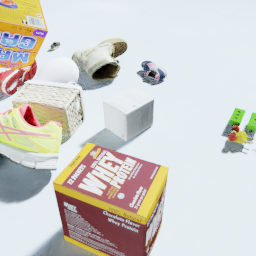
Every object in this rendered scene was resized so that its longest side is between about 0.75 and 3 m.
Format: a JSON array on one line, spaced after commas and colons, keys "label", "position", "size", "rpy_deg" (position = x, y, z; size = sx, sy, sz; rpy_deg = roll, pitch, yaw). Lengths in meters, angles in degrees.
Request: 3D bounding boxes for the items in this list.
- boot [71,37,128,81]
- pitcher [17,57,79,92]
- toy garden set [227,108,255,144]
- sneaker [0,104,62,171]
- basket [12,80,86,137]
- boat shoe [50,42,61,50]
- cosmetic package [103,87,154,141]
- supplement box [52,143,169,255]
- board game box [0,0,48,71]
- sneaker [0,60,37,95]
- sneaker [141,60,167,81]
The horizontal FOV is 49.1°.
[{"label": "boot", "position": [-0.703, -2.597, 10.578], "size": [2.392, 0.862, 1.850], "rpy_deg": [-25, 42, -21]}, {"label": "pitcher", "position": [-2.219, -1.346, 8.786], "size": [1.605, 1.134, 1.871], "rpy_deg": [24, 52, 19]}, {"label": "toy garden set", "position": [3.496, 0.150, 7.354], "size": [1.718, 0.343, 1.432], "rpy_deg": [19, 39, 23]}, {"label": "sneaker", "position": [-2.712, -0.002, 6.512], "size": [2.835, 1.280, 1.108], "rpy_deg": [18, -1, 12]}, {"label": "basket", "position": [-2.122, -0.513, 7.594], "size": [1.664, 1.128, 1.026], "rpy_deg": [9, 42, 11]}, {"label": "boat shoe", "position": [-3.264, -3.754, 12.619], "size": [0.293, 0.269, 0.819], "rpy_deg": [8, 37, 11]}, {"label": "cosmetic package", "position": [0.031, -0.393, 7.577], "size": [1.080, 0.898, 0.904], "rpy_deg": [-31, 47, -33]}, {"label": "supplement box", "position": [-0.241, 1.319, 4.720], "size": [1.536, 1.558, 1.034], "rpy_deg": [15, 39, 19]}, {"label": "board game box", "position": [-3.241, -2.676, 7.189], "size": [1.619, 1.618, 1.618], "rpy_deg": [-1, 63, -38]}, {"label": "sneaker", "position": [-4.120, -1.936, 9.773], "size": [1.169, 0.793, 2.023], "rpy_deg": [10, 37, 11]}, {"label": "sneaker", "position": [0.816, -2.122, 10.274], "size": [0.532, 0.455, 1.297], "rpy_deg": [-22, 41, -31]}]
